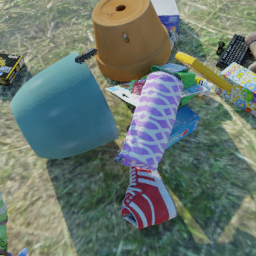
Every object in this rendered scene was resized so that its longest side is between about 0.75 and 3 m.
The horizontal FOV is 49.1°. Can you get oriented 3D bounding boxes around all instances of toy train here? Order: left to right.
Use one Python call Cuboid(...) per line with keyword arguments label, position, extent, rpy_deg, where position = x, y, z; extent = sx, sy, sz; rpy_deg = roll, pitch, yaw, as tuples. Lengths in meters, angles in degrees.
Cuboid(label="toy train", position=(-1.023, -1.782, 6.877), extent=(0.224, 0.167, 0.980), rpy_deg=(16, 34, 15))

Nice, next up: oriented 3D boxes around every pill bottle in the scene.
Cuboid(label="pill bottle", position=(2.392, -1.478, 9.874), extent=(1.070, 0.602, 0.602), rpy_deg=(18, 54, 14))

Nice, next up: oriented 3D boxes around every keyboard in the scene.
Cuboid(label="keyboard", position=(4.227, -3.140, 11.364), extent=(1.322, 0.282, 2.202), rpy_deg=(23, 56, 21))

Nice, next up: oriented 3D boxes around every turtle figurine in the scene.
Cuboid(label="turtle figurine", position=(-3.734, 2.016, 5.901), extent=(2.887, 2.977, 2.143), rpy_deg=(26, 96, 42))

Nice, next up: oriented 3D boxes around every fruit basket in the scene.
Cuboid(label="fruit basket", position=(0.837, -1.340, 8.940), extent=(2.478, 1.162, 2.295), rpy_deg=(-12, 26, -26))

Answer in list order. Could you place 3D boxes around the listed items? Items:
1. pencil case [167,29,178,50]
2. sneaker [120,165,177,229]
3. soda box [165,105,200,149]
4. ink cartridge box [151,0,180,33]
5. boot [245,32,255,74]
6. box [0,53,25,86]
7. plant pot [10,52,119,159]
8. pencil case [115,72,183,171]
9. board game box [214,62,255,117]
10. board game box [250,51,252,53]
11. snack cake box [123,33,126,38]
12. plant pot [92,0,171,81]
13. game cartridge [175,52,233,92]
Cuboid(label="pencil case", position=(1.318, -3.228, 11.163), extent=(0.811, 0.705, 1.813), rpy_deg=(38, 56, -8))
Cuboid(label="sneaker", position=(0.181, 1.499, 7.399), extent=(1.308, 0.829, 2.326), rpy_deg=(-18, 56, -18))
Cuboid(label="soda box", position=(1.255, 0.096, 8.626), extent=(1.956, 0.627, 0.663), rpy_deg=(-30, 57, -22))
Cuboid(label="ink cartridge box", position=(1.269, -5.028, 12.440), extent=(1.716, 0.960, 2.516), rpy_deg=(-2, 50, -2))
Cuboid(label="boot", position=(5.147, -2.912, 10.764), extent=(2.619, 0.920, 1.915), rpy_deg=(-13, 57, -21))
Cuboid(label="box", position=(-5.030, -2.287, 10.645), extent=(1.715, 0.423, 1.369), rpy_deg=(9, 54, 7))
Cuboid(label="plant pot", position=(-1.853, -0.416, 7.826), extent=(2.192, 2.731, 2.731), rpy_deg=(-27, 56, -11))
Cuboid(label="pencil case", position=(0.592, -0.147, 7.147), extent=(1.078, 1.098, 2.568), rpy_deg=(26, 77, -16))
Cuboid(label="board game box", position=(3.988, -1.339, 9.588), extent=(0.877, 0.893, 1.704), rpy_deg=(-36, 60, -25))
Cuboid(label="board game box", position=(5.169, -3.299, 11.656), extent=(0.757, 0.074, 0.390), rpy_deg=(-17, 55, -13))
Cuboid(label="snack cake box", position=(-0.584, -4.627, 12.413), extent=(1.540, 0.518, 0.886), rpy_deg=(24, 54, 18))
Cuboid(label="plant pot", position=(0.001, -3.467, 10.123), extent=(2.947, 2.063, 2.947), rpy_deg=(-7, 55, 10))
Cuboid(label="game cartridge", position=(2.018, -1.531, 7.575), extent=(1.339, 0.246, 1.519), rpy_deg=(31, 17, -16))
